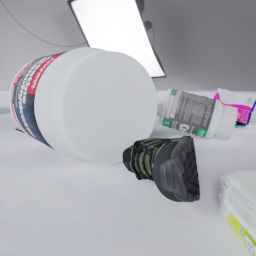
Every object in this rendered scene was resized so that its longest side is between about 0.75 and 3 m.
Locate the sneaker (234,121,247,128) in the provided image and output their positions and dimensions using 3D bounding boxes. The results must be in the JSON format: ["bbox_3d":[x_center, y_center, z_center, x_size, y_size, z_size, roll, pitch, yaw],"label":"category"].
[{"bbox_3d":[2.718,-0.231,7.954,1.462,0.566,0.582,-3,22,-8],"label":"sneaker"}]

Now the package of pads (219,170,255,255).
[{"bbox_3d":[1.610,0.699,2.223,1.484,0.506,1.146,0,9,-2],"label":"package of pads"}]

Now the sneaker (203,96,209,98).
[{"bbox_3d":[2.571,-0.901,11.165,1.044,0.956,2.492,0,18,-36],"label":"sneaker"}]

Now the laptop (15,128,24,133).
[{"bbox_3d":[-1.787,-0.436,7.377,1.766,1.093,1.886,-7,12,-40],"label":"laptop"}]

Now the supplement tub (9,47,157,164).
[{"bbox_3d":[-0.931,-0.447,5.063,1.851,1.851,2.638,-6,11,-34],"label":"supplement tub"}]

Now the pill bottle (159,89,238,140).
[{"bbox_3d":[1.549,-0.286,6.272,1.563,0.884,0.884,15,13,12],"label":"pill bottle"}]

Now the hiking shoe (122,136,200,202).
[{"bbox_3d":[0.368,0.482,3.461,0.948,0.713,1.884,-7,-1,13],"label":"hiking shoe"}]

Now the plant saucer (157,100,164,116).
[{"bbox_3d":[0.681,-0.788,11.148,2.231,0.560,2.231,1,9,0],"label":"plant saucer"}]

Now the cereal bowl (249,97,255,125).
[{"bbox_3d":[4.170,-0.520,8.682,1.967,0.819,1.967,1,9,0],"label":"cereal bowl"}]

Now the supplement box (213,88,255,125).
[{"bbox_3d":[2.845,-0.595,7.565,1.061,0.548,0.537,22,59,25],"label":"supplement box"}]
